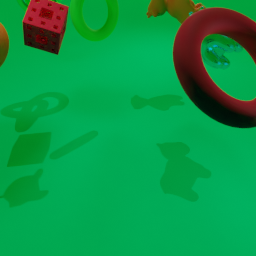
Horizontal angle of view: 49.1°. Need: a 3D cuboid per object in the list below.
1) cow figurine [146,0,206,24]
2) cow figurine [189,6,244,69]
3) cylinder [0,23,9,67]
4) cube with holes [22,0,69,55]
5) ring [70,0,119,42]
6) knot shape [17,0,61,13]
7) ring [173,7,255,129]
[{"bbox_3d":[1.448,-3.709,8.774,1.523,1.548,0.850,-37,29,21],"label":"cow figurine"},{"bbox_3d":[1.733,-2.046,6.286,1.640,0.915,1.667,44,30,16],"label":"cow figurine"},{"bbox_3d":[-3.286,-1.788,5.528,1.272,1.272,1.272,11,1,15],"label":"cylinder"},{"bbox_3d":[-1.997,-2.483,6.830,0.847,0.847,0.847,14,66,-12],"label":"cube with holes"},{"bbox_3d":[-0.794,-2.872,6.903,1.423,1.423,0.285,-30,38,-34],"label":"ring"},{"bbox_3d":[-2.280,-4.256,8.081,2.084,1.950,0.963,-25,80,-14],"label":"knot shape"},{"bbox_3d":[1.199,-0.716,3.213,1.503,0.301,1.503,7,70,-19],"label":"ring"}]
